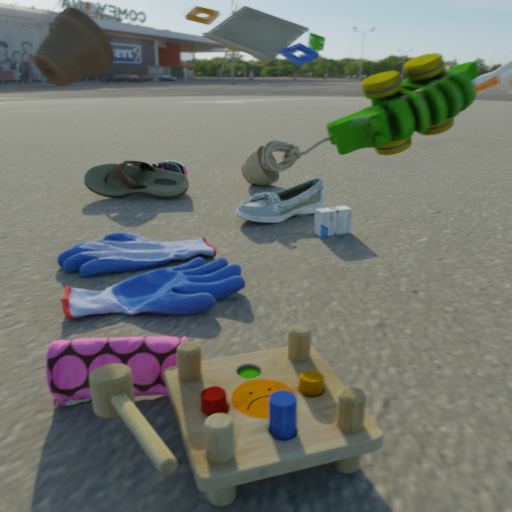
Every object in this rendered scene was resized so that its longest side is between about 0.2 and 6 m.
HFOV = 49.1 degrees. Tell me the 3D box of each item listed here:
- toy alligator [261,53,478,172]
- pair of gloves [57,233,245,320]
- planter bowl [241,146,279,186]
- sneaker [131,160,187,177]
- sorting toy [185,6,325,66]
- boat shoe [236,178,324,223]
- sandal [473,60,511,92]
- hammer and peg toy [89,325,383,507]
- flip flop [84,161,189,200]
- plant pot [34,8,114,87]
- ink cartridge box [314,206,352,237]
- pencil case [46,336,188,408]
[{"bbox_3d":[1.902,-1.973,8.130,3.740,1.109,1.015,-26,28,-10],"label":"toy alligator"},{"bbox_3d":[-1.955,0.184,9.912,2.973,0.421,3.698,-6,22,-18],"label":"pair of gloves"},{"bbox_3d":[0.055,-2.573,16.586,0.784,1.165,1.165,-20,9,31],"label":"planter bowl"},{"bbox_3d":[-3.033,-2.295,16.125,2.128,0.785,0.931,3,20,22],"label":"sneaker"},{"bbox_3d":[-0.009,-3.150,8.065,2.137,0.291,1.203,28,52,20],"label":"sorting toy"},{"bbox_3d":[0.610,-1.326,13.411,2.492,0.799,0.919,-12,23,-30],"label":"boat shoe"},{"bbox_3d":[4.846,-3.265,10.364,0.862,0.645,2.250,-18,2,-21],"label":"sandal"},{"bbox_3d":[-0.257,1.573,5.484,2.519,0.888,1.853,-7,23,-18],"label":"hammer and peg toy"},{"bbox_3d":[-3.239,-2.135,15.105,2.834,0.816,1.149,7,57,7],"label":"flip flop"},{"bbox_3d":[-3.674,-3.959,10.976,1.324,1.324,1.154,19,60,41],"label":"plant pot"},{"bbox_3d":[1.677,-0.756,12.214,0.770,0.563,0.330,-9,22,-23],"label":"ink cartridge box"},{"bbox_3d":[-1.553,1.322,6.459,1.599,0.749,0.726,-3,-25,-6],"label":"pencil case"}]
